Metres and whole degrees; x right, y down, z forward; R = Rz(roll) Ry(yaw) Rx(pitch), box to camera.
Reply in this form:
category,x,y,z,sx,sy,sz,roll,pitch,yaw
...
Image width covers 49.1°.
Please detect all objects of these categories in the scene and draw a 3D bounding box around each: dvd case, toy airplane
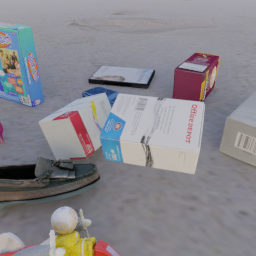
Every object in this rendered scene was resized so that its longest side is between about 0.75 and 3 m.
category,x,y,z,sx,sy,sz,roll,pitch,yaw
dvd case,-0.214,-2.214,11.992,2.524,0.221,1.801,7,31,12
toy airplane,-1.106,1.742,4.109,1.721,1.220,1.728,12,-3,-37

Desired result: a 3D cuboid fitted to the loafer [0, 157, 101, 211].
category,x,y,z,sx,sy,sz,roll,pitch,yaw
loafer,-1.983,1.012,5.696,2.836,0.892,1.019,-10,13,-15

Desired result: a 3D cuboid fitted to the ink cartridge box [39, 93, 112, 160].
category,x,y,z,sx,sy,sz,roll,pitch,yaw
ink cartridge box,-1.187,-0.060,7.184,1.127,1.122,1.551,-7,23,36

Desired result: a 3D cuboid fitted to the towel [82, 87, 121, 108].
category,x,y,z,sx,sy,sz,roll,pitch,yaw
towel,-0.582,-0.950,9.606,1.962,0.476,1.095,22,37,33

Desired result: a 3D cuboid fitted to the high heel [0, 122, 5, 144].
category,x,y,z,sx,sy,sz,roll,pitch,yaw
high heel,-4.063,0.256,7.308,1.545,0.741,0.520,-15,34,-23

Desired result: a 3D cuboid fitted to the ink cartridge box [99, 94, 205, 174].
category,x,y,z,sx,sy,sz,roll,pitch,yaw
ink cartridge box,0.511,0.060,5.487,1.783,0.766,1.306,9,48,13

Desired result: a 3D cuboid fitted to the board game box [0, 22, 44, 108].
category,x,y,z,sx,sy,sz,roll,pitch,yaw
board game box,-3.966,-2.173,9.566,1.996,2.624,0.590,17,35,25

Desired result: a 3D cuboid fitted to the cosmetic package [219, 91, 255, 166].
category,x,y,z,sx,sy,sz,roll,pitch,yaw
cosmetic package,3.702,-0.109,7.592,1.392,1.175,2.606,24,35,34

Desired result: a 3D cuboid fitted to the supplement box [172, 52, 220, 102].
category,x,y,z,sx,sy,sz,roll,pitch,yaw
supplement box,2.511,-1.809,10.235,1.010,1.302,2.359,16,34,25
